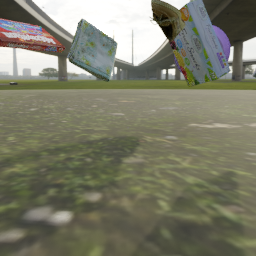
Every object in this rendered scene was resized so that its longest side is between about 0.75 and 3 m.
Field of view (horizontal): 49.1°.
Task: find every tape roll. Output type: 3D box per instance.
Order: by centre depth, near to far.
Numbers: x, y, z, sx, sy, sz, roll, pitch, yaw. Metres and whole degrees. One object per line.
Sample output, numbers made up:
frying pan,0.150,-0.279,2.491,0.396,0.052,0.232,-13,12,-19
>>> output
tape roll,2.765,-2.821,10.518,1.933,1.933,0.821,7,27,35

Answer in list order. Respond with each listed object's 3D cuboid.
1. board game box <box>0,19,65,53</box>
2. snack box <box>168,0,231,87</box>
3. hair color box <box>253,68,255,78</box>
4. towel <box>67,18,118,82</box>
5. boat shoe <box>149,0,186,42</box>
board game box,-3.338,-2.945,8.887,1.376,0.260,2.674,42,25,13
snack box,2.006,-2.469,8.478,0.593,2.240,1.593,-29,8,-18
hair color box,3.989,-1.977,7.295,0.507,0.828,1.672,25,-20,2
towel,-0.923,-2.149,7.834,0.357,1.270,1.484,5,-13,45
boat shoe,0.946,-2.569,6.753,0.628,0.537,1.714,33,12,25
